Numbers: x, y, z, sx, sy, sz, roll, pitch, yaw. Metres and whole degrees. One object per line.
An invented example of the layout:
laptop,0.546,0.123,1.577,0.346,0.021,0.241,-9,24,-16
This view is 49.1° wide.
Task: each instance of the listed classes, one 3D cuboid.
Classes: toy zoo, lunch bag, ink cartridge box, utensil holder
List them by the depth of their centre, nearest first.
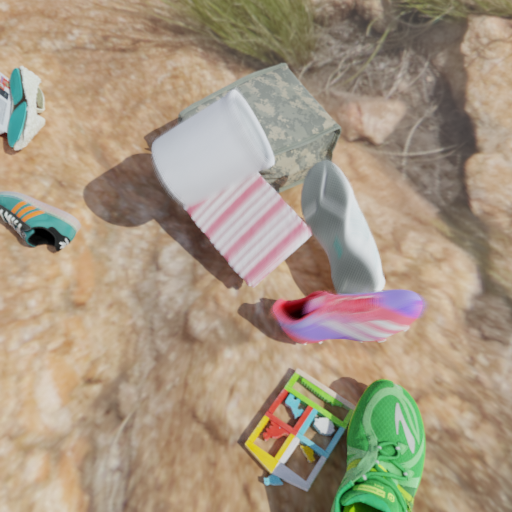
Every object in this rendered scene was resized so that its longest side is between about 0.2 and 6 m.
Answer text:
toy zoo,0.627,2.718,8.535,1.140,0.178,1.738,32,63,18
utensil holder,-0.687,-1.665,8.886,1.537,1.306,1.306,-26,59,14
lunch bag,-0.022,-2.243,10.771,2.546,1.497,2.088,-25,63,-19
ink cartridge box,-5.611,-3.177,11.707,0.620,1.298,1.478,-21,55,24

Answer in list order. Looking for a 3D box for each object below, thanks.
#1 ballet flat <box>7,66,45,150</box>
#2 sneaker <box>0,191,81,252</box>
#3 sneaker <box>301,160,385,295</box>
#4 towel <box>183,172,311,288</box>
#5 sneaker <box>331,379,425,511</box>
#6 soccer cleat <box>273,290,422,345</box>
ballet flat,-4.741,-3.066,11.725,0.747,0.747,2.082,-8,67,-5
sneaker,-4.198,-0.622,10.279,1.811,0.646,0.724,18,56,9
sneaker,1.504,-0.385,9.636,0.901,1.026,2.561,-21,83,27
towel,-0.182,-0.631,9.556,1.440,0.294,1.968,-43,78,12
sneaker,1.679,3.187,7.562,1.199,1.353,3.238,15,60,9
soccer cleat,1.327,0.857,8.536,2.327,0.890,0.776,-15,42,38
